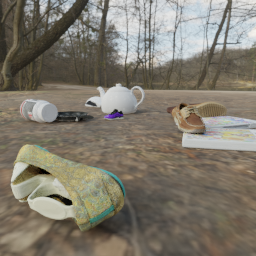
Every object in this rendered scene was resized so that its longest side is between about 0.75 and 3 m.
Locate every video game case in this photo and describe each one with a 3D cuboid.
[{"bbox_3d":[2.738,0.272,8.008,2.269,0.260,2.065,2,10,13],"label":"video game case"},{"bbox_3d":[3.459,-0.179,10.722,2.641,0.238,1.891,-4,10,-24],"label":"video game case"}]

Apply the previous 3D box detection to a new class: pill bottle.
[{"bbox_3d":[-3.746,-0.711,11.792,1.613,0.935,0.935,11,14,42],"label":"pill bottle"}]

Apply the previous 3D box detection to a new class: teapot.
[{"bbox_3d":[-0.433,-1.593,15.106,2.113,1.543,2.086,-3,10,-19],"label":"teapot"}]

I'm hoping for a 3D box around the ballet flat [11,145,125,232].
[{"bbox_3d":[-1.112,0.762,3.843,2.424,0.857,0.857,8,13,43],"label":"ballet flat"}]

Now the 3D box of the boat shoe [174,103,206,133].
[{"bbox_3d":[1.829,-0.335,8.479,0.717,0.680,1.894,-3,17,-9],"label":"boat shoe"}]

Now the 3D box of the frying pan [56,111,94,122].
[{"bbox_3d":[-2.094,-0.490,12.069,2.545,0.414,1.540,8,13,29],"label":"frying pan"}]

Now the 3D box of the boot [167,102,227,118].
[{"bbox_3d":[3.045,-0.832,12.723,2.309,0.835,1.921,-4,12,-5],"label":"boot"}]

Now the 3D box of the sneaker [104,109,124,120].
[{"bbox_3d":[-0.644,-0.620,12.561,0.968,0.482,0.337,-6,12,-34],"label":"sneaker"}]

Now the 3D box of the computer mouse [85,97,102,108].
[{"bbox_3d":[-1.694,-1.683,18.256,2.989,0.656,1.639,8,14,40],"label":"computer mouse"}]
